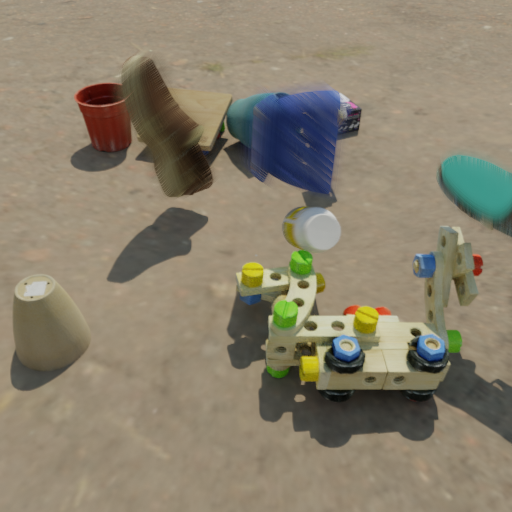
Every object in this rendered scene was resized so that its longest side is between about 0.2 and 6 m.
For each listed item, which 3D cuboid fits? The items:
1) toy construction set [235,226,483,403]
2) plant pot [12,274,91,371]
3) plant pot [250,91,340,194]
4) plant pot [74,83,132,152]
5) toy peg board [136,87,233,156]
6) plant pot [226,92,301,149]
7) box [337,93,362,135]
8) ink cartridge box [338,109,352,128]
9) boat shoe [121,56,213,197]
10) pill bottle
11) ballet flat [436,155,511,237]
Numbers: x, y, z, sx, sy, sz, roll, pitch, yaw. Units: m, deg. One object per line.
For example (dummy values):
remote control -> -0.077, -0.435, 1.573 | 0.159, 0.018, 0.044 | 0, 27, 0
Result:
toy construction set -> 1.506, 0.803, 7.989 | 3.607, 1.662, 2.365 | -10, 40, 5
plant pot -> -3.048, 0.872, 8.111 | 1.093, 1.167, 1.093 | 1, 40, 0
plant pot -> 0.589, -1.787, 8.484 | 1.235, 1.373, 1.373 | 5, 21, 5
plant pot -> -3.376, -3.114, 12.760 | 1.256, 1.222, 1.256 | 0, 40, 0
toy peg board -> -1.574, -2.958, 13.060 | 1.755, 0.858, 1.748 | 9, 57, 13
plant pot -> 0.066, -3.006, 12.633 | 1.406, 1.406, 1.322 | -32, 35, -32
box -> 2.024, -3.494, 13.693 | 0.675, 0.586, 1.021 | -16, 43, -18
ink cartridge box -> 1.500, -2.610, 11.109 | 0.714, 0.706, 0.168 | -15, 75, -19
boat shoe -> -1.415, -2.253, 9.883 | 1.043, 2.820, 1.041 | -1, 52, 14
pill bottle -> 0.849, -0.399, 8.537 | 0.690, 0.690, 1.228 | -7, 8, -9
ballet flat -> 3.399, -0.508, 7.309 | 0.883, 0.883, 2.378 | -28, 50, -29
